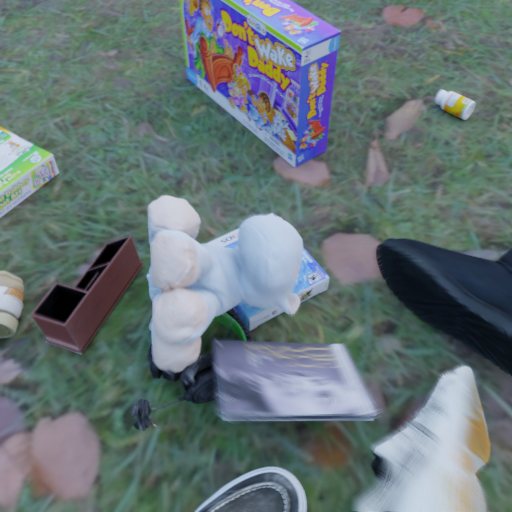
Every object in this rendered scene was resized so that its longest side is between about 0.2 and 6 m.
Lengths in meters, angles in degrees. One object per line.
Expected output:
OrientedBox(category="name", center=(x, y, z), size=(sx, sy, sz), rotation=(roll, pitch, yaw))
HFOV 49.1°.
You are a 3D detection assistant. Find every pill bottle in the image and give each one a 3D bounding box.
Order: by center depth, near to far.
OrientedBox(category="pill bottle", center=(4.063, -3.121, 11.495), size=(0.723, 0.401, 0.401), rotation=(37, 60, 27))

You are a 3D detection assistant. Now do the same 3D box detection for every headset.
OrientedBox(category="headset", center=(-0.906, 1.421, 7.413), size=(1.280, 0.974, 2.073), rotation=(29, 54, 16))

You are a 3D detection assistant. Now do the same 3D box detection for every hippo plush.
OrientedBox(category="hippo plush", center=(-0.365, 0.460, 7.343), size=(2.019, 2.511, 2.000), rotation=(-2, 59, -13))

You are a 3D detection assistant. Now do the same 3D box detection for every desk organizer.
OrientedBox(category="desk organizer", center=(-2.469, 0.473, 8.359), size=(0.648, 0.696, 1.808), rotation=(14, 52, 18))

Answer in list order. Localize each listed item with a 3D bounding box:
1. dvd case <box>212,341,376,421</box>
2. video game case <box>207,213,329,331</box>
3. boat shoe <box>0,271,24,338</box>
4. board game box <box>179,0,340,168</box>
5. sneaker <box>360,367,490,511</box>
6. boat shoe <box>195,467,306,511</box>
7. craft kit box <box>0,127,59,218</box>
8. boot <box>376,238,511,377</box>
OrientedBox(category="dvd case", center=(0.422, 1.544, 7.071), size=(1.847, 0.147, 1.373), rotation=(4, 27, -12))
OrientedBox(category="video game case", center=(0.083, 0.194, 8.832), size=(1.465, 0.367, 1.616), rotation=(-27, 55, -19))
OrientedBox(category="boat shoe", center=(-4.687, 0.589, 8.137), size=(2.554, 0.955, 0.874), rotation=(9, 59, -6))
OrientedBox(category="board game box", center=(-0.083, -3.760, 10.654), size=(0.833, 2.503, 3.722), rotation=(-31, 57, -22))
OrientedBox(category="sneaker", center=(1.962, 2.205, 6.505), size=(1.233, 1.064, 2.813), rotation=(-15, 12, 29))
OrientedBox(category="boat shoe", center=(-0.694, 3.388, 5.743), size=(3.263, 1.157, 1.176), rotation=(-37, 60, -26))
OrientedBox(category="craft kit box", center=(-5.272, -1.455, 10.084), size=(2.343, 0.576, 2.372), rotation=(27, 56, 23))
OrientedBox(category="boot", center=(3.581, 0.184, 8.133), size=(2.454, 1.115, 2.920), rotation=(-33, 49, -21))
